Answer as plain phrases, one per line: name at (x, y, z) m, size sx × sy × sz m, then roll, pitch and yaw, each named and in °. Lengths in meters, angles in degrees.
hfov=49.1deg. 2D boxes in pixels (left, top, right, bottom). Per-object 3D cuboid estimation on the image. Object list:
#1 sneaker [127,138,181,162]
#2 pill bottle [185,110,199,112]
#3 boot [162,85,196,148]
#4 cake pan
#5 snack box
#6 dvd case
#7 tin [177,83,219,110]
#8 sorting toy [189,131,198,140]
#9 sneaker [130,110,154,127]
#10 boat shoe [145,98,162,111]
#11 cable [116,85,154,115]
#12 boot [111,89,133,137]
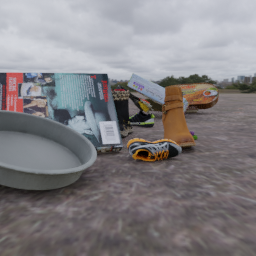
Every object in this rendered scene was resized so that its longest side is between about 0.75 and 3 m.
sneaker at (0.525, 0.482, 5.506) m, size 1.080 × 0.423 × 0.417 m, roll 1°, pitch 33°, yaw -5°
pill bottle at (3.073, -1.237, 15.008) m, size 1.364 × 0.780 × 0.780 m, roll 0°, pitch 9°, yaw 3°
boot at (1.223, -0.313, 6.881) m, size 0.722 × 1.462 × 1.884 m, roll 0°, pitch 9°, yaw 3°
cake pan at (-1.588, 0.299, 4.447) m, size 2.173 × 0.399 × 2.173 m, roll 18°, pitch 15°, yaw -5°
snack box at (1.420, -1.494, 12.773) m, size 2.615 × 0.693 × 1.860 m, roll 29°, pitch 7°, yaw 16°
dvd case at (-1.725, -0.359, 6.224) m, size 2.944 × 2.149 × 0.324 m, roll -4°, pitch -31°, yaw -17°
tin at (3.249, -1.616, 14.420) m, size 2.744 × 1.536 × 0.574 m, roll -1°, pitch -36°, yaw 16°
sorting toy at (1.618, 0.111, 7.873) m, size 0.475 × 0.324 × 0.790 m, roll -3°, pitch 10°, yaw -20°
sneaker at (0.430, -0.368, 10.139) m, size 1.372 × 0.568 × 0.492 m, roll 8°, pitch 12°, yaw 41°
boat shoe at (1.648, -1.301, 15.996) m, size 0.583 × 0.676 × 1.852 m, roll 4°, pitch 6°, yaw -44°
cable at (0.392, -1.528, 13.812) m, size 0.544 × 2.160 × 1.049 m, roll -38°, pitch 21°, yaw 26°
boot at (-0.210, -0.491, 8.406) m, size 0.648 × 1.333 × 1.770 m, roll 1°, pitch 10°, yaw 10°
